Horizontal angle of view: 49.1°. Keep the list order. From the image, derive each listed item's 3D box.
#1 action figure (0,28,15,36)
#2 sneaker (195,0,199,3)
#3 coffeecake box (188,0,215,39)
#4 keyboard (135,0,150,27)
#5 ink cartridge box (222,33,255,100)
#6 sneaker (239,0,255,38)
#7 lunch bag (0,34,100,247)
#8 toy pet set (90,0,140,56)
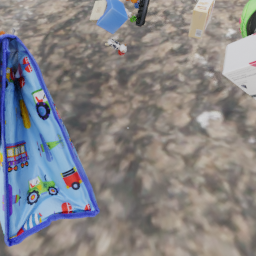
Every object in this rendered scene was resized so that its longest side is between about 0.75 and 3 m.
[{"bbox_3d":[-3.219,-2.037,6.312,1.042,1.077,0.563,-30,89,12],"label":"action figure"},{"bbox_3d":[2.329,-4.554,8.119,0.961,1.829,0.693,-17,59,3],"label":"sneaker"},{"bbox_3d":[1.787,-2.708,6.736,0.331,0.694,0.905,19,55,15],"label":"coffeecake box"},{"bbox_3d":[0.597,-4.285,7.751,0.291,2.825,1.795,12,18,-6],"label":"keyboard"},{"bbox_3d":[2.465,-0.934,4.610,1.465,1.060,0.618,26,69,-31],"label":"ink cartridge box"},{"bbox_3d":[3.303,-1.543,5.729,1.076,2.804,1.175,-58,37,1],"label":"sneaker"},{"bbox_3d":[-1.614,-0.052,4.446,1.323,2.812,2.117,-14,7,-23],"label":"lunch bag"},{"bbox_3d":[-0.122,-2.973,7.563,0.893,1.571,1.682,20,93,43],"label":"toy pet set"}]
